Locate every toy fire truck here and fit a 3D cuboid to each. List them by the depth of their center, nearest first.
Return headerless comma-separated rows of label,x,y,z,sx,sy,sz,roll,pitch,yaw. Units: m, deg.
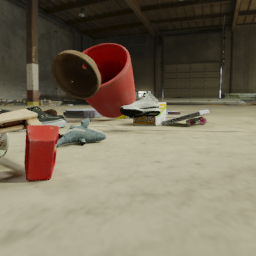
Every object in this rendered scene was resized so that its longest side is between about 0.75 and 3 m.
toy fire truck,-1.841,-0.073,3.901,1.552,0.536,2.201,2,23,-21

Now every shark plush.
shark plush,-1.038,0.159,5.891,0.543,0.592,1.304,38,19,25

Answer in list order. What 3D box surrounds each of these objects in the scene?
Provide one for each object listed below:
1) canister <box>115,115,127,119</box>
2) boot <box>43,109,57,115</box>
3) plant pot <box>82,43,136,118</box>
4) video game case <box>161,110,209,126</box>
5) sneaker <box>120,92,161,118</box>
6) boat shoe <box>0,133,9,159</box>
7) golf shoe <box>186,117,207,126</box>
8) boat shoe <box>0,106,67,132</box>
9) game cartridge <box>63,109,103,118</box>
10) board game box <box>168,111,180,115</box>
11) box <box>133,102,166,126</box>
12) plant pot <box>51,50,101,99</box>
canister,-0.339,-0.674,14.290,0.666,0.388,0.897,1,5,9
boot,-4.243,-0.664,13.730,1.044,0.497,1.350,-1,2,31
plant pot,-0.946,-1.979,12.762,2.850,2.850,2.522,2,-33,22
video game case,2.190,-0.399,10.588,1.480,0.179,1.624,-16,-2,27
sneaker,0.339,-0.713,8.378,1.225,0.705,0.462,0,-26,-14
boat shoe,-2.750,0.120,4.783,2.380,0.741,0.888,25,19,38
golf shoe,2.560,-0.262,10.527,0.872,0.328,0.399,-2,3,-29
boat shoe,-3.068,-0.316,8.885,0.885,0.730,2.579,5,8,43
game cartridge,-2.170,-0.829,15.567,1.635,0.510,2.455,8,9,29
board game box,3.035,-1.013,18.516,0.785,0.200,1.160,1,6,6
box,0.871,-0.567,10.856,0.923,0.831,1.640,1,6,21
plant pot,-1.629,-1.906,9.495,1.738,1.738,0.802,2,39,23
